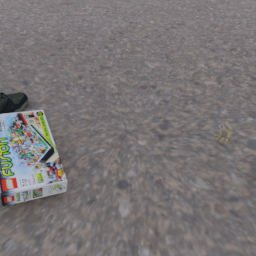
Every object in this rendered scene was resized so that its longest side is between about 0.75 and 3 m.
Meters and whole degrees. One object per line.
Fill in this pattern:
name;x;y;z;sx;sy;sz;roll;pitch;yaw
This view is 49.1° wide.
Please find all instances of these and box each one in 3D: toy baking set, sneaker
toy baking set;2.859;0.108;8.329;0.737;0.086;0.566;-60;28;-4
sneaker;-4.285;-0.926;8.993;0.890;1.333;2.327;31;41;32

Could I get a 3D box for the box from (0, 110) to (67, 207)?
box;-2.639;0.612;7.225;1.486;0.469;2.700;-9;46;-26
